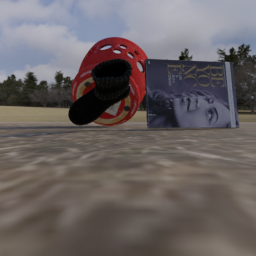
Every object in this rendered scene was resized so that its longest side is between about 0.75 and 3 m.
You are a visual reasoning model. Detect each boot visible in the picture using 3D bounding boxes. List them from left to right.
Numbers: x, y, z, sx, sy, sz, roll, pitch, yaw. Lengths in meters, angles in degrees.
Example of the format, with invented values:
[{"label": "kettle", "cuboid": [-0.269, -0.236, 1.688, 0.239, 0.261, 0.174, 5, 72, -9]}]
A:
[{"label": "boot", "cuboid": [-0.546, -0.635, 5.027, 1.409, 0.530, 1.053, -36, -9, -6]}]

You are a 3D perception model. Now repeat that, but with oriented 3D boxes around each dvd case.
[{"label": "dvd case", "cuboid": [1.653, -0.878, 7.243, 2.432, 1.809, 0.194, 0, -10, -10]}]

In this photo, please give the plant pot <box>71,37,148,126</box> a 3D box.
[{"label": "plant pot", "cuboid": [-0.597, -1.661, 10.350, 2.742, 2.742, 2.497, 0, 35, 11]}]
